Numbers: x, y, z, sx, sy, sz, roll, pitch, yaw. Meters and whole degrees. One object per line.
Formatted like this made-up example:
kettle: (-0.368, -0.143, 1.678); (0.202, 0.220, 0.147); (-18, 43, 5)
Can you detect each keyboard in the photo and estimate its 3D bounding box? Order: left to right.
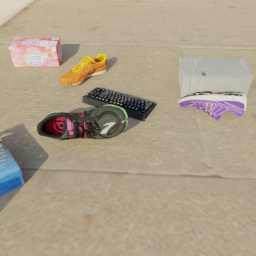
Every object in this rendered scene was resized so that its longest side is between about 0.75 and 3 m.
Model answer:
keyboard: (-0.409, -0.850, 9.828); (2.497, 0.320, 1.499); (17, 42, 22)

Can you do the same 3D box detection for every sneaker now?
sneaker: (-1.308, -0.026, 7.878); (2.708, 1.039, 1.134); (-7, 12, 15)
sneaker: (-1.823, -2.406, 11.290); (0.853, 0.902, 2.339); (29, 49, 30)
sneaker: (2.725, -0.718, 9.297); (2.221, 0.927, 0.896); (7, 18, 32)

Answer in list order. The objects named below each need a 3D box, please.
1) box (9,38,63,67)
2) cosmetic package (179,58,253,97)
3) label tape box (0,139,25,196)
box: (-4.020, -3.345, 12.375); (2.023, 0.958, 1.038); (-2, 39, -2)
cosmetic package: (3.178, -1.863, 10.447); (2.457, 1.108, 1.312); (-1, 43, 3)
label tape box: (-3.778, 1.003, 7.270); (1.420, 0.623, 1.969); (-26, 46, -29)
